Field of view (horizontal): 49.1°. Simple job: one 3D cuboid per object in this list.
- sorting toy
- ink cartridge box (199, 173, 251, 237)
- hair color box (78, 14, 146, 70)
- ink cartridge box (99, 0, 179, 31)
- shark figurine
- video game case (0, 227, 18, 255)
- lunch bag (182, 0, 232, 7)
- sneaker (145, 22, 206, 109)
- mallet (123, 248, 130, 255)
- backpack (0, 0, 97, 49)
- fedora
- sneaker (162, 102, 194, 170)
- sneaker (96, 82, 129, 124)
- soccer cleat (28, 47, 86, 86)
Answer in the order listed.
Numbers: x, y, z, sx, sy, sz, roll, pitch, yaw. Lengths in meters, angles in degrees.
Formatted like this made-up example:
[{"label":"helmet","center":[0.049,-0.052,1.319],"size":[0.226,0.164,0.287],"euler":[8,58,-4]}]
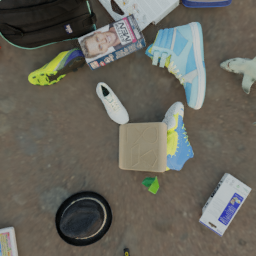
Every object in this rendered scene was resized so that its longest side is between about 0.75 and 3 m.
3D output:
[{"label":"sorting toy","center":[0.465,0.932,8.796],"size":[1.615,0.322,2.185],"euler":[-1,86,30]},{"label":"ink cartridge box","center":[3.036,2.415,8.900],"size":[0.889,0.351,1.788],"euler":[35,86,2]},{"label":"hair color box","center":[-0.498,-2.676,8.769],"size":[1.894,0.573,0.947],"euler":[-23,75,5]},{"label":"ink cartridge box","center":[0.210,-4.365,9.261],"size":[1.998,0.501,2.302],"euler":[-38,88,10]},{"label":"shark figurine","center":[4.310,-1.350,8.898],"size":[1.570,1.097,2.628],"euler":[-33,78,32]},{"label":"video game case","center":[-4.514,4.515,8.662],"size":[2.208,0.287,2.425],"euler":[-10,86,-9]},{"label":"lunch bag","center":[2.627,-4.644,8.920],"size":[1.870,1.237,1.270],"euler":[0,70,1]},{"label":"sneaker","center":[1.469,-1.885,8.837],"size":[1.764,1.074,2.701],"euler":[-4,86,3]},{"label":"mallet","center":[0.044,4.790,8.783],"size":[0.622,0.389,1.890],"euler":[-20,82,3]},{"label":"backpack","center":[-2.596,-3.695,8.270],"size":[2.784,2.447,2.134],"euler":[-23,72,-4]},{"label":"fedora","center":[-1.403,2.814,8.559],"size":[1.838,0.840,1.838],"euler":[0,81,2]},{"label":"sneaker","center":[1.586,0.336,8.884],"size":[1.155,0.833,2.199],"euler":[18,94,-11]},{"label":"sneaker","center":[-0.533,-0.781,8.967],"size":[0.554,0.632,1.577],"euler":[-36,88,-4]},{"label":"soccer cleat","center":[-2.316,-2.001,9.142],"size":[1.974,0.638,0.826],"euler":[-24,58,2]}]
